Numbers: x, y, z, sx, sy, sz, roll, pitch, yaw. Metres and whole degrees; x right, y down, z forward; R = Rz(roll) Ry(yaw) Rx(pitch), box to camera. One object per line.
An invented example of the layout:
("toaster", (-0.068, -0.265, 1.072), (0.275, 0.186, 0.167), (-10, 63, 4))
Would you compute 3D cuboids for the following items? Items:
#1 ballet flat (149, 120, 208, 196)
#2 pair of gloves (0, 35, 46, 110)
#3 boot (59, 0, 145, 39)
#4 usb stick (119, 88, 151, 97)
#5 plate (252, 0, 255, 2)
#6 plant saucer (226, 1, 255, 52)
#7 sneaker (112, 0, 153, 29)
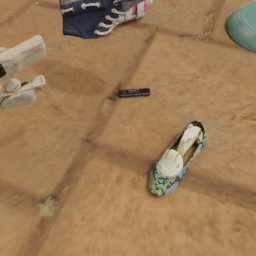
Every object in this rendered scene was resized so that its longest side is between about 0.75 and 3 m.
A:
("ballet flat", (1.195, 0.604, 6.674), (0.824, 0.824, 2.219), (29, 59, 20))
("pair of gloves", (-2.278, -0.789, 5.243), (1.663, 1.956, 0.343), (-29, 78, -27))
("boot", (-0.374, -2.769, 6.542), (2.947, 1.331, 1.072), (14, 27, 31))
("usb stick", (0.201, -1.041, 8.261), (0.944, 0.154, 0.262), (-4, 61, -3))
("plate", (5.648, -4.667, 10.876), (1.747, 0.223, 1.747), (0, 55, 0))
("plant saucer", (4.905, -3.704, 9.881), (2.681, 0.482, 2.681), (-1, 58, 2))
("sneaker", (0.019, -4.525, 10.178), (1.279, 1.179, 2.899), (21, 57, 17))
